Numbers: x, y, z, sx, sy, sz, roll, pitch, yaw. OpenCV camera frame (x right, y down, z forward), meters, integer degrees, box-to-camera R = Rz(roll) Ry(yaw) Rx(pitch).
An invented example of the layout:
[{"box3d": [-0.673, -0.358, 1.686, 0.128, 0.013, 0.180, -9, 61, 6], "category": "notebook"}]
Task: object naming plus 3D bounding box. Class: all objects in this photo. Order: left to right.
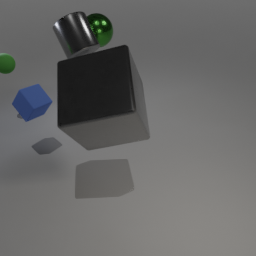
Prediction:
[{"box3d": [-4.282, -2.235, 9.723, 0.700, 0.700, 0.700, 0, 30, 0], "category": "ball"}, {"box3d": [-2.757, -0.728, 8.067, 0.700, 0.700, 0.700, 51, 40, 4], "category": "cube"}, {"box3d": [-2.005, -3.551, 10.953, 1.400, 1.400, 1.400, -25, 6, 3], "category": "cylinder"}, {"box3d": [-1.328, -4.167, 11.999, 1.400, 1.400, 1.400, 0, 30, 0], "category": "ball"}, {"box3d": [-0.445, -0.514, 5.497, 1.400, 1.400, 1.400, -11, 66, 11], "category": "cube"}]
